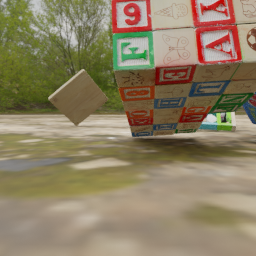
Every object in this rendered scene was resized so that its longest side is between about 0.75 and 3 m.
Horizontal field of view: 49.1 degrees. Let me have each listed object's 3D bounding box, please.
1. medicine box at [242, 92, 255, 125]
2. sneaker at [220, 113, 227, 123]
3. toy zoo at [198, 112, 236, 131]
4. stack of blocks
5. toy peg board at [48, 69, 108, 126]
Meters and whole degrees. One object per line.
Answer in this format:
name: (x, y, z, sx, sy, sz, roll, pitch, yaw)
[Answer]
medicine box: (2.918, -0.818, 4.261, 2.201, 1.133, 2.005, 10, -17, 39)
sneaker: (3.301, -0.507, 9.630, 0.316, 0.787, 0.340, 12, 13, -2)
toy zoo: (1.697, -0.360, 6.883, 1.727, 0.177, 1.133, 4, 37, 14)
stack of blocks: (0.676, -0.552, 3.644, 1.463, 0.744, 2.540, -3, -15, 3)
toy peg board: (-1.598, -1.029, 8.785, 1.358, 1.364, 0.667, 50, 1, -42)
